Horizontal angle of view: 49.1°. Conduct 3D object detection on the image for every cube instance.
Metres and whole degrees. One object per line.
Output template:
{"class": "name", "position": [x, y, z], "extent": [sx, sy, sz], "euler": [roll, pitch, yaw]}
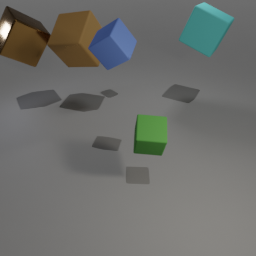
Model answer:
{"class": "cube", "position": [3.048, -3.830, 10.868], "extent": [1.400, 1.400, 1.400], "euler": [32, 37, 9]}
{"class": "cube", "position": [-3.964, -3.373, 10.418], "extent": [1.400, 1.400, 1.400], "euler": [14, 28, -44]}
{"class": "cube", "position": [-1.786, -3.181, 10.184], "extent": [1.400, 1.400, 1.400], "euler": [5, 70, 25]}
{"class": "cube", "position": [-0.336, -1.882, 6.329], "extent": [0.700, 0.700, 0.700], "euler": [-17, 42, 37]}
{"class": "cube", "position": [0.518, 0.174, 6.611], "extent": [0.700, 0.700, 0.700], "euler": [5, 59, -2]}
